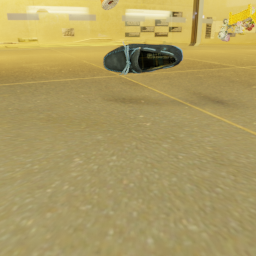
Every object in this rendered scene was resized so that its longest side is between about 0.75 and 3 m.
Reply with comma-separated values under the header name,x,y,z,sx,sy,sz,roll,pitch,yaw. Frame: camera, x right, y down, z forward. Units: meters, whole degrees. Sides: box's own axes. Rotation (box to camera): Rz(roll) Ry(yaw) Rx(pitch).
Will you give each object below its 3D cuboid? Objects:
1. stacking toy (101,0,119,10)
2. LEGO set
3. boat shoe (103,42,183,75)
name,x,y,z,sx,sy,sz,roll,pitch,yaw
stacking toy,-0.780,-4.562,9.514,0.665,0.910,0.665,-30,-8,-5
LEGO set,4.092,-3.146,8.795,0.961,1.188,2.582,6,20,-30
boat shoe,0.384,-2.348,9.236,2.736,1.151,0.939,-7,23,20
